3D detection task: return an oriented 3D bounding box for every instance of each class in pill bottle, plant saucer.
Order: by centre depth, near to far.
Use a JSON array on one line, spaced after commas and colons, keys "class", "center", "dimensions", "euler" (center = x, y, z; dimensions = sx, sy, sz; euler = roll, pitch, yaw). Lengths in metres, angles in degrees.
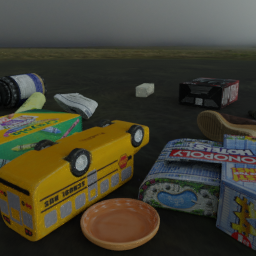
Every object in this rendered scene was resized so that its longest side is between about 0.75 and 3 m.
[{"class": "plant saucer", "center": [-0.113, 1.431, 4.184], "dimensions": [1.167, 0.218, 1.167], "euler": [-1, 16, 0]}, {"class": "pill bottle", "center": [-4.875, -1.630, 12.238], "dimensions": [1.351, 1.351, 2.415], "euler": [10, 20, 29]}]

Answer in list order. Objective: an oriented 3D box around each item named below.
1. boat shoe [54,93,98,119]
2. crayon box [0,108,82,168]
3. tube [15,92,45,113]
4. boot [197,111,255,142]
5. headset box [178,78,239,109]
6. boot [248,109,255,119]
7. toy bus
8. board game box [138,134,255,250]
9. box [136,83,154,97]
[{"class": "boat shoe", "center": [-1.997, -0.962, 10.781], "dimensions": [2.199, 0.809, 0.719], "euler": [25, 64, 37]}, {"class": "crayon box", "center": [-2.679, 0.296, 6.782], "dimensions": [1.746, 0.856, 2.939], "euler": [9, 19, 27]}, {"class": "tube", "center": [-3.759, -0.834, 11.040], "dimensions": [0.706, 0.631, 2.432], "euler": [-36, 21, 9]}, {"class": "boot", "center": [3.332, 0.034, 8.110], "dimensions": [1.856, 0.807, 2.231], "euler": [-2, 19, -31]}, {"class": "headset box", "center": [3.828, -1.692, 13.006], "dimensions": [1.980, 1.027, 2.660], "euler": [12, 23, 35]}, {"class": "boot", "center": [5.175, -0.597, 10.547], "dimensions": [1.115, 0.432, 0.771], "euler": [2, 12, 3]}, {"class": "toy bus", "center": [-0.743, 0.672, 5.072], "dimensions": [0.956, 1.150, 2.936], "euler": [10, 20, 34]}, {"class": "board game box", "center": [1.677, 0.882, 4.915], "dimensions": [2.751, 0.848, 2.749], "euler": [6, 17, 18]}, {"class": "box", "center": [0.919, -2.034, 14.983], "dimensions": [0.619, 0.516, 1.508], "euler": [6, 19, 20]}]
